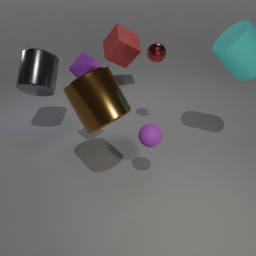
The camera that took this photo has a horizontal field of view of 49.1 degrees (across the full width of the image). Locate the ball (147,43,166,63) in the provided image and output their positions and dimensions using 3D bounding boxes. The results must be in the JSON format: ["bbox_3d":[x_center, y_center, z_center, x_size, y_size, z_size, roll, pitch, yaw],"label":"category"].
[{"bbox_3d":[1.045,-2.738,10.200,0.700,0.700,0.700,0,31,0],"label":"ball"}]

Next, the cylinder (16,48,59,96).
[{"bbox_3d":[-3.412,-2.068,10.637,1.400,1.400,1.400,5,-11,1],"label":"cylinder"}]

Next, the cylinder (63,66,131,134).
[{"bbox_3d":[-0.829,-0.768,7.714,1.400,1.400,1.400,-29,5,3],"label":"cylinder"}]

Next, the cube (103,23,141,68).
[{"bbox_3d":[-0.339,-4.296,14.752,1.400,1.400,1.400,18,48,-33],"label":"cube"}]

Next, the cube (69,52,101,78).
[{"bbox_3d":[-1.258,-1.779,8.709,0.700,0.700,0.700,35,84,32],"label":"cube"}]

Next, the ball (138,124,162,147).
[{"bbox_3d":[0.661,0.222,8.317,0.700,0.700,0.700,0,31,0],"label":"ball"}]

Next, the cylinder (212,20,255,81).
[{"bbox_3d":[3.733,-2.497,9.130,1.400,1.400,1.400,40,25,-19],"label":"cylinder"}]
